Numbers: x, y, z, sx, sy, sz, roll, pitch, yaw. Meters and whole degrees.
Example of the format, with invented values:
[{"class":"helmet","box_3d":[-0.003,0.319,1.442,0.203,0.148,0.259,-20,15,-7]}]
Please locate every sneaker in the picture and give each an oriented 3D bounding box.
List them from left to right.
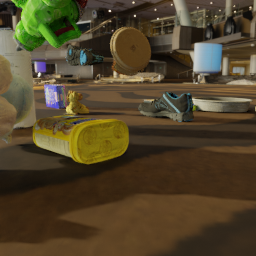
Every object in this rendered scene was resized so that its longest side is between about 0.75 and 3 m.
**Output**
[{"class":"sneaker","box_3d":[-1.508,-2.373,9.422,0.753,0.673,1.839,-5,24,-34]},{"class":"sneaker","box_3d":[1.260,-0.776,9.358,2.184,0.895,0.800,9,15,43]}]

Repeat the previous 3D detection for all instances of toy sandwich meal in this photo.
[{"class":"toy sandwich meal","box_3d":[0.038,-2.015,7.460,1.318,1.318,0.451,-5,-1,-27]}]

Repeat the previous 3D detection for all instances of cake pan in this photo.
[{"class":"cake pan","box_3d":[3.828,-0.988,11.574,2.415,0.443,2.415,1,10,0]}]

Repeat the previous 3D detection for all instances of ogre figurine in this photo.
[{"class":"ogre figurine","box_3d":[-1.119,-2.127,4.657,2.517,1.235,1.509,-6,39,39]}]

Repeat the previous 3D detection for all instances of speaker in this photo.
[{"class":"speaker","box_3d":[-3.132,-1.310,7.647,1.045,2.573,1.045,-1,11,0]}]

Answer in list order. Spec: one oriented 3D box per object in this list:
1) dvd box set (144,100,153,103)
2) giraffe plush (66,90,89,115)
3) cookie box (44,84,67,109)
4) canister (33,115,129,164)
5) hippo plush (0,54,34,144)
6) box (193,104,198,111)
[{"class":"dvd box set","box_3d":[1.719,-1.219,13.420,1.663,0.244,1.216,-2,10,-13]},{"class":"giraffe plush","box_3d":[-2.003,-0.986,10.548,0.912,0.857,1.057,7,13,31]},{"class":"cookie box","box_3d":[-3.213,-1.409,12.404,0.445,1.013,1.184,-14,17,-39]},{"class":"canister","box_3d":[-0.924,0.140,5.198,1.538,0.666,1.142,9,14,44]},{"class":"hippo plush","box_3d":[-2.644,-0.148,4.990,2.568,2.045,2.065,-40,-13,5]},{"class":"box","box_3d":[2.270,-0.857,11.514,1.077,0.257,0.657,-2,12,-7]}]
